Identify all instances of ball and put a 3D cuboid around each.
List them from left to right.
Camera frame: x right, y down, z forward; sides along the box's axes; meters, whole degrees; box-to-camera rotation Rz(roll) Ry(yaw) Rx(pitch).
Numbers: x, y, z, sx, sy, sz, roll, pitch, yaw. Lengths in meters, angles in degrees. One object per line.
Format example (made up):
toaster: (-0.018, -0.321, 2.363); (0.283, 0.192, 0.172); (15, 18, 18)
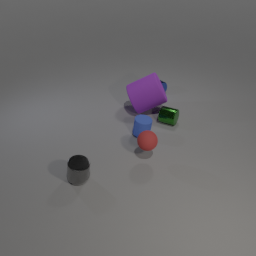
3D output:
ball: (0.661, 0.430, 9.505); (0.700, 0.700, 0.700); (0, 33, 0)

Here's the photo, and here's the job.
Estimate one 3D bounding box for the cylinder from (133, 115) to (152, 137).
cylinder: (0.568, -0.061, 11.062); (0.700, 0.700, 0.700); (6, 34, -4)

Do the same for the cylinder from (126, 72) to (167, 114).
cylinder: (0.840, -1.535, 12.390); (1.400, 1.400, 1.400); (-23, 29, 14)

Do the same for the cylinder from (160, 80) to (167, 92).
cylinder: (1.533, -2.139, 14.406); (0.700, 0.700, 0.700); (-20, 38, -29)

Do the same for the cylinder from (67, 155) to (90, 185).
cylinder: (-1.570, 1.326, 8.850); (0.700, 0.700, 0.700); (7, 41, -7)

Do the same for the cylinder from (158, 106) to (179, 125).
cylinder: (1.729, -0.526, 11.876); (0.700, 0.700, 0.700); (17, 36, 24)
